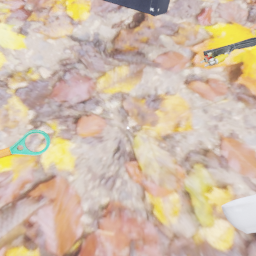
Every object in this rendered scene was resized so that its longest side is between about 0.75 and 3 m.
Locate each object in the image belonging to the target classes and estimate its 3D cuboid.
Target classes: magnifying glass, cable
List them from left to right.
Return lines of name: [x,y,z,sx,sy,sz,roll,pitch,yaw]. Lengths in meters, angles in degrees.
magnifying glass: [-2.230,0.416,5.660,1.326,0.528,0.148,-18,20,-8]
cable: [2.704,-2.041,7.522,1.631,0.410,0.792,-19,23,-9]

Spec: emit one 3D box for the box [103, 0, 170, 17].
box: [0.282,-4.136,7.102,1.843,2.024,1.054,24,34,15]

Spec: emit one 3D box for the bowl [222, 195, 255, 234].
bowl: [1.889,1.084,3.730,1.115,1.113,0.416,-20,72,26]
